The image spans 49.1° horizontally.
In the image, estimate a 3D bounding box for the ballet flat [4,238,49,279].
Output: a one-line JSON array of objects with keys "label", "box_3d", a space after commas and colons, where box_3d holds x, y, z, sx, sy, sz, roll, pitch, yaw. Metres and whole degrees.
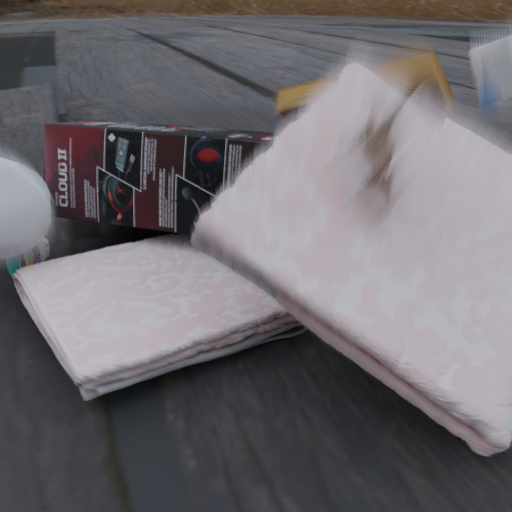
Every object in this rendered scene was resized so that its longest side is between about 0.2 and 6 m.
[{"label": "ballet flat", "box_3d": [-3.652, -0.153, 8.676, 0.697, 0.677, 1.958, -2, 22, -43]}]

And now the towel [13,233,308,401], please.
[{"label": "towel", "box_3d": [-1.284, 0.526, 7.388, 3.079, 0.496, 2.941, -13, 30, -30]}]

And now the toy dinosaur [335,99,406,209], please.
[{"label": "toy dinosaur", "box_3d": [1.295, -1.088, 5.862, 0.485, 0.765, 1.129, 4, 57, 39]}]

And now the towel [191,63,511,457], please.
[{"label": "towel", "box_3d": [1.746, -0.347, 6.440, 3.678, 0.621, 3.851, 34, 54, 9]}]

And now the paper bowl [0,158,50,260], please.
[{"label": "paper bowl", "box_3d": [-3.506, -0.723, 7.398, 1.477, 0.768, 1.477, 9, 51, -12]}]

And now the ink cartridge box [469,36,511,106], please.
[{"label": "ink cartridge box", "box_3d": [3.840, -2.939, 8.909, 0.652, 0.894, 0.377, -10, 14, 40]}]

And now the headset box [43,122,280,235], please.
[{"label": "headset box", "box_3d": [-1.323, -1.393, 9.337, 3.970, 1.489, 2.951, 8, 15, 15]}]

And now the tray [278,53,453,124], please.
[{"label": "tray", "box_3d": [1.878, -2.673, 9.703, 2.694, 0.499, 1.329, -5, -17, 30]}]
